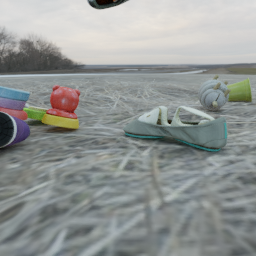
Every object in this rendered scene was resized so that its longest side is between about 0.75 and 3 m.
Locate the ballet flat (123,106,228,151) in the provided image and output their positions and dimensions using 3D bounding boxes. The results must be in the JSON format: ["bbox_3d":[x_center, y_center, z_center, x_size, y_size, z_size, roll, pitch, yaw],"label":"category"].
[{"bbox_3d":[0.975,-0.113,6.313,2.581,0.822,0.870,10,17,38],"label":"ballet flat"}]

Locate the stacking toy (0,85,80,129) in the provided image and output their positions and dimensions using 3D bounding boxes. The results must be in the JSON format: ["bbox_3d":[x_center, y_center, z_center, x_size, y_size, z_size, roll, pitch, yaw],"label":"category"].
[{"bbox_3d":[-2.649,-0.754,7.478,2.468,1.042,2.234,9,3,-34],"label":"stacking toy"}]

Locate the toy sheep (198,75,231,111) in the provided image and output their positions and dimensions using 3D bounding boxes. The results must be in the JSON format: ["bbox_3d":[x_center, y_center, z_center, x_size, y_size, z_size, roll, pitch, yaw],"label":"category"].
[{"bbox_3d":[3.199,-1.243,10.455,1.221,1.221,1.771,3,28,14],"label":"toy sheep"}]

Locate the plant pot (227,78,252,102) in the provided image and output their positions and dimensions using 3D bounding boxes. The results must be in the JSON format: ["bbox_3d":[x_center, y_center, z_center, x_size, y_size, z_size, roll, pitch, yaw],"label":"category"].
[{"bbox_3d":[5.086,-1.678,12.892,1.006,1.094,1.094,-7,10,20],"label":"plant pot"}]

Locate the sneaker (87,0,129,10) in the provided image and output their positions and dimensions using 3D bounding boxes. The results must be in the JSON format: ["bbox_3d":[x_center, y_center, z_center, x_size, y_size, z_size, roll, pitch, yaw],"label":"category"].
[{"bbox_3d":[-0.047,-3.747,7.533,2.228,0.824,0.883,-24,37,6],"label":"sneaker"}]

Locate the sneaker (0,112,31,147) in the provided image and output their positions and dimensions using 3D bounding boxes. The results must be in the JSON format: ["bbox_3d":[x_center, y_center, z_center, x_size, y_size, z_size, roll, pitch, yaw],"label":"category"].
[{"bbox_3d":[-3.284,0.095,5.904,2.404,0.910,1.052,4,-3,7],"label":"sneaker"}]
